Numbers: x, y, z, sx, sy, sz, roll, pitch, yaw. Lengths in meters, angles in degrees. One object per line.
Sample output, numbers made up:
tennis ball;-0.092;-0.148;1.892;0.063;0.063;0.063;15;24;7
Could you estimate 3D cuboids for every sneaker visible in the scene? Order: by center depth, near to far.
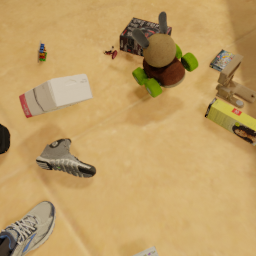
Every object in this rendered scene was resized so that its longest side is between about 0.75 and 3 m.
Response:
sneaker;-3.212;3.277;8.370;1.045;1.155;2.712;27;58;18
sneaker;-2.115;0.966;10.263;2.276;0.854;1.314;11;53;9

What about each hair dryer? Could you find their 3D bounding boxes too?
hair dryer;-0.841;-3.734;14.102;0.650;0.232;0.854;-30;53;1

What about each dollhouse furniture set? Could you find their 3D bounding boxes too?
dollhouse furniture set;4.714;-1.827;11.686;1.477;1.813;1.724;34;63;22

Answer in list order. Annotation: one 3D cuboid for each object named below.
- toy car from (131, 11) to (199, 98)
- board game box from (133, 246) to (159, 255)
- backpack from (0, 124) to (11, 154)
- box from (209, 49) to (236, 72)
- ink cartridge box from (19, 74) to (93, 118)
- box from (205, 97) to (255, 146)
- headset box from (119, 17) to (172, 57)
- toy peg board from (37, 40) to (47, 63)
toy car;1.146;-3.054;11.061;2.273;2.768;2.184;-36;46;-3
board game box;0.685;4.344;7.772;0.871;0.856;1.662;-18;56;-13
backpack;-5.824;0.424;10.000;2.528;2.109;1.600;-9;58;1
box;4.685;-3.253;13.673;0.896;0.247;1.312;32;60;21
ink cartridge box;-2.557;-1.108;9.864;1.601;2.186;0.905;-21;97;-44
box;4.238;-0.279;11.149;2.291;0.862;0.574;35;61;24
headset box;1.007;-4.491;14.161;2.416;0.906;1.796;19;56;13
toy peg board;-4.187;-3.730;13.739;0.390;0.794;0.797;6;53;-14
